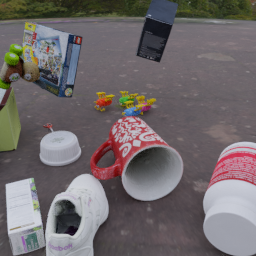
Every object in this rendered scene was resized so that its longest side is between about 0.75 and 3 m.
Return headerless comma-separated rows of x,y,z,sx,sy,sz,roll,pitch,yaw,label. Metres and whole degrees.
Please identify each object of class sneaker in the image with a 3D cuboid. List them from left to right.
-1.049,1.782,6.200,1.110,1.477,2.966,-1,26,1,sneaker

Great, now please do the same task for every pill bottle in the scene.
2.661,1.559,6.591,1.507,1.507,2.685,13,31,24,pill bottle

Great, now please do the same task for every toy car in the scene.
-3.242,-1.753,8.980,1.433,1.177,1.131,20,36,-21,toy car

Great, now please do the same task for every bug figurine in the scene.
-0.093,-1.027,12.398,2.142,0.711,2.762,-16,27,-39,bug figurine

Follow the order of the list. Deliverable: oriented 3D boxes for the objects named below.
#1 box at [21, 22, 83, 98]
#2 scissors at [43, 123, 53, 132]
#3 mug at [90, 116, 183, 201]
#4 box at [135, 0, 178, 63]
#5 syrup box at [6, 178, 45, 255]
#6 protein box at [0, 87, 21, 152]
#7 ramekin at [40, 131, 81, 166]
-2.862,-2.494,9.948,0.564,2.043,2.992,-6,26,-46,box
-3.046,-0.004,11.119,0.326,0.062,0.892,-21,33,-38,scissors
0.108,0.606,8.105,2.210,1.661,2.490,19,17,-22,mug
1.308,-4.493,12.813,1.261,2.000,2.034,17,50,1,box
-2.436,2.010,6.592,0.708,0.685,1.740,-11,30,-21,syrup box
-4.625,-0.319,9.894,1.185,1.744,1.756,-6,28,-12,protein box
-2.259,0.624,9.288,1.379,0.642,1.379,0,29,0,ramekin
